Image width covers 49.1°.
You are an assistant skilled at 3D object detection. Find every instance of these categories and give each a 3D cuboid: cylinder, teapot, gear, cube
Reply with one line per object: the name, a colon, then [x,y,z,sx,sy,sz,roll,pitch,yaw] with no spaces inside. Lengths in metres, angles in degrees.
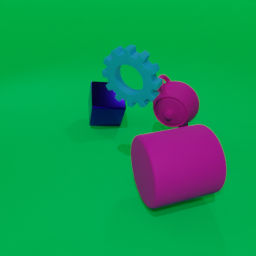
cylinder: [0.860,0.672,5.115,1.308,1.308,1.308,-10,30,-15]
teapot: [1.164,-0.472,7.029,1.195,1.922,0.941,-9,28,34]
gear: [0.056,-0.870,4.838,1.083,1.083,0.200,16,42,27]
cube: [-0.619,-0.669,7.942,0.919,0.919,0.919,1,58,-13]
